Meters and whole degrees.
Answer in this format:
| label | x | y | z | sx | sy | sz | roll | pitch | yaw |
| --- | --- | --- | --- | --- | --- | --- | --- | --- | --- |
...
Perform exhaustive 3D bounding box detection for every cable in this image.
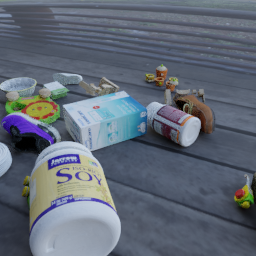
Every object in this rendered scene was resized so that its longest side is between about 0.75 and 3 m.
| label | x | y | z | sx | sy | sz | roll | pitch | yaw |
| --- | --- | --- | --- | --- | --- | --- | --- | --- | --- |
| cable | -4.588 | 1.074 | 8.734 | 1.757 | 0.608 | 1.757 | 14 | 35 | 21 |

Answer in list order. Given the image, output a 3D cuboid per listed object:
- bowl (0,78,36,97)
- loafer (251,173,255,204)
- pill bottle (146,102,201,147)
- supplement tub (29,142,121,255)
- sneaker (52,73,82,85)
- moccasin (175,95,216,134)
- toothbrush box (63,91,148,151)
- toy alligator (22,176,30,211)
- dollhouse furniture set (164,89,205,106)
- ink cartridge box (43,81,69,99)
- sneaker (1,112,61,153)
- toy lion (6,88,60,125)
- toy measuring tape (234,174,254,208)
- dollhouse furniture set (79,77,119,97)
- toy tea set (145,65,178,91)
| label | x | y | z | sx | sy | sz | roll | pitch | yaw |
| --- | --- | --- | --- | --- | --- | --- | --- | --- | --- |
| bowl | -5.041 | -1.712 | 13.044 | 1.597 | 0.750 | 1.597 | 1 | 32 | 0 |
| loafer | 3.701 | 1.953 | 7.102 | 0.775 | 0.874 | 2.300 | 2 | 32 | 13 |
| pill bottle | 1.563 | -0.198 | 10.302 | 1.112 | 1.112 | 1.947 | -25 | 40 | -34 |
| supplement tub | -1.345 | 1.671 | 6.596 | 1.866 | 1.866 | 2.566 | -9 | 34 | -14 |
| sneaker | -3.188 | -2.609 | 14.761 | 1.531 | 0.585 | 0.616 | 7 | 23 | 0 |
| moccasin | 2.586 | -0.593 | 11.016 | 1.071 | 1.015 | 2.775 | -8 | 33 | -8 |
| toothbrush box | -0.859 | -0.314 | 10.480 | 2.616 | 1.116 | 1.915 | -17 | 36 | -23 |
| toy alligator | -2.617 | 1.871 | 7.656 | 0.563 | 0.408 | 1.698 | 23 | 23 | -26 |
| dollhouse furniture set | 2.466 | -1.220 | 12.438 | 1.682 | 0.872 | 0.745 | -2 | 72 | -4 |
| ink cartridge box | -3.416 | -1.746 | 13.406 | 0.734 | 0.419 | 1.413 | -22 | 38 | -31 |
| sneaker | -3.739 | 0.225 | 9.837 | 2.525 | 0.878 | 1.256 | 15 | 36 | 22 |
| toy lion | -3.988 | -0.776 | 11.742 | 2.183 | 0.749 | 2.092 | -7 | 40 | -10 |
| toy measuring tape | 3.200 | 1.788 | 7.799 | 0.486 | 0.486 | 1.321 | 9 | 28 | 14 |
| dollhouse furniture set | -1.363 | -1.504 | 11.865 | 0.884 | 1.035 | 1.996 | 35 | 21 | 17 |
| toy tea set | 1.892 | -2.670 | 14.518 | 1.287 | 0.801 | 2.165 | -21 | 38 | -30 |
